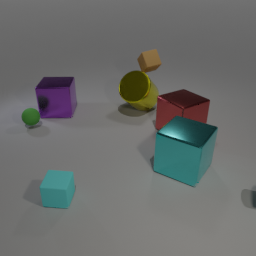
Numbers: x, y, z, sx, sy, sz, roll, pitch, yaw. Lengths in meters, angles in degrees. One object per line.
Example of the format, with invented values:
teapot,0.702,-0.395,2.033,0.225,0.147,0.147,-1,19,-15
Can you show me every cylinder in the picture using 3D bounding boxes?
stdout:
cylinder,0.488,-1.577,12.068,1.400,1.400,1.400,13,-6,23

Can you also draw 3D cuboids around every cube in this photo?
cube,2.035,-0.511,10.626,1.400,1.400,1.400,-17,33,-30
cube,0.904,-2.837,11.937,0.700,0.700,0.700,-18,-5,-18
cube,-3.070,-1.350,12.192,1.400,1.400,1.400,0,29,-1
cube,-1.852,1.616,7.433,0.700,0.700,0.700,4,31,3
cube,1.737,0.646,8.512,1.400,1.400,1.400,18,34,29

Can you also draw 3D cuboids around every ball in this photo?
ball,-3.831,-0.443,11.055,0.700,0.700,0.700,0,29,0
